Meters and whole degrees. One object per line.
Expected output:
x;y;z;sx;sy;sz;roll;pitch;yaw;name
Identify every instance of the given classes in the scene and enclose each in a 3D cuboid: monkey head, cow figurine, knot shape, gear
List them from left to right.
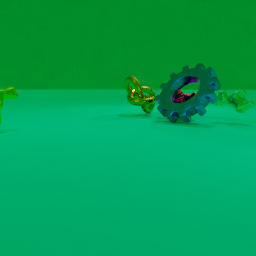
-3.116;-0.666;6.544;0.772;1.281;0.921;-26;-3;44;monkey head
0.480;-1.159;10.370;1.618;0.748;1.514;39;18;-16;knot shape
1.646;-0.996;9.239;0.836;1.524;1.499;-19;-25;-13;cow figurine
1.706;-1.031;8.152;1.892;1.892;0.350;9;-25;46;gear
3.034;-0.748;8.142;0.924;0.939;0.516;-36;-29;25;cow figurine
